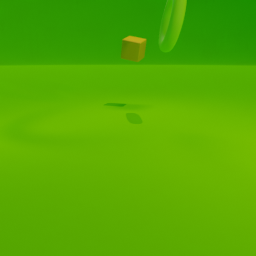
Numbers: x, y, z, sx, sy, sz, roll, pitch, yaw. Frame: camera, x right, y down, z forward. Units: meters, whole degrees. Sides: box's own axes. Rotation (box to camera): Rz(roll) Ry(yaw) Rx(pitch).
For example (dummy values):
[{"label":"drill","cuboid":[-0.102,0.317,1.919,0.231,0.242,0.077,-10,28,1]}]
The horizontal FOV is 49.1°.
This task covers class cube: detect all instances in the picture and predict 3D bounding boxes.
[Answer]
[{"label":"cube","cuboid":[0.237,-3.343,11.827,0.806,0.806,0.806,16,32,15]}]

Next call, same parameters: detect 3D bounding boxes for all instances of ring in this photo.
[{"label":"ring","cuboid":[1.308,-3.222,8.423,0.371,1.856,1.856,10,13,-6]}]
